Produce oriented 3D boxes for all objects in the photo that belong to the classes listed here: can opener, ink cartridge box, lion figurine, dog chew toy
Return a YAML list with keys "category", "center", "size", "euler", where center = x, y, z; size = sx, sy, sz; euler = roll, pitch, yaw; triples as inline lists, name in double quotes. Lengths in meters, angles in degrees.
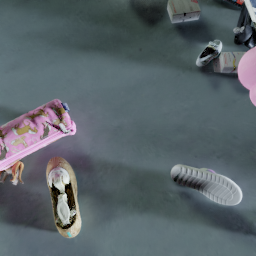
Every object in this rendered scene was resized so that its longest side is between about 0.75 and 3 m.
- category: "can opener"
  center: [4.328, -3.921, 10.313]
  size: [0.672, 0.833, 2.119]
  euler: [-6, 63, 46]
- category: "ink cartridge box"
  center: [3.558, -2.284, 9.729]
  size: [1.100, 0.371, 0.641]
  euler: [-1, 67, 0]
- category: "lion figurine"
  center: [-3.337, 1.154, 8.030]
  size: [1.382, 0.501, 0.846]
  euler: [3, 61, 27]
- category: "dog chew toy"
  center: [2.619, -0.753, 5.093]
  size: [0.933, 0.933, 1.498]
  euler: [-13, 76, -6]
- category: "ink cartridge box"
  center: [2.101, -4.485, 10.616]
  size: [1.083, 0.448, 0.794]
  euler: [-10, 67, -4]

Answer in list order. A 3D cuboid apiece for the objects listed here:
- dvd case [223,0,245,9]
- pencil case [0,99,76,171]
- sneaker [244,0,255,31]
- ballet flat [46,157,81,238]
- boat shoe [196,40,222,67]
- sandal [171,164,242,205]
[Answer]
- category: "dvd case"
  center: [4.251, -5.488, 11.182]
  size: [1.816, 0.200, 1.326]
  euler: [30, 70, 11]
- category: "pencil case"
  center: [-2.972, 0.276, 7.954]
  size: [2.952, 1.277, 1.222]
  euler: [-30, 98, -22]
- category: "sneaker"
  center: [4.962, -3.981, 9.726]
  size: [0.913, 1.029, 2.436]
  euler: [-32, 96, -24]
- category: "ballet flat"
  center: [-1.794, 1.803, 7.778]
  size: [0.835, 0.773, 2.368]
  euler: [-18, 68, -9]
- category: "boat shoe"
  center: [2.871, -2.687, 9.847]
  size: [1.292, 0.414, 0.476]
  euler: [-44, 64, -14]
- category: "sandal"
  center: [2.263, 1.497, 8.028]
  size: [2.062, 0.839, 0.507]
  euler: [23, 28, 10]
